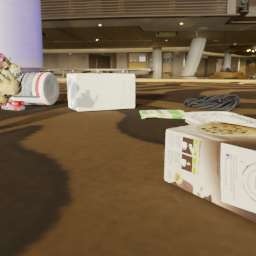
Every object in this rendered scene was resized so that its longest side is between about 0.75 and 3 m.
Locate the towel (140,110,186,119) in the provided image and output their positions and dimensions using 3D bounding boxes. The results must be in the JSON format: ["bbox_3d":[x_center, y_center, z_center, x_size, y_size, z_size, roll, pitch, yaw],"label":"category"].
[{"bbox_3d":[1.349,-0.533,10.773,1.734,0.203,1.323,-1,12,0],"label":"towel"}]

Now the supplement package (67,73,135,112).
[{"bbox_3d":[-1.234,-1.687,12.803,2.747,1.611,1.606,-6,13,-26],"label":"supplement package"}]

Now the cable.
[{"bbox_3d":[3.857,-1.234,12.990,2.105,0.655,2.580,-6,14,-25],"label":"cable"}]

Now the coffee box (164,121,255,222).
[{"bbox_3d":[1.721,0.541,3.810,1.266,0.894,2.240,-8,14,-35],"label":"coffee box"}]

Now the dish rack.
[{"bbox_3d":[2.677,-0.130,8.220,1.712,0.434,1.994,-2,12,-12],"label":"dish rack"}]

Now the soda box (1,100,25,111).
[{"bbox_3d":[-5.167,-1.029,12.584,1.177,0.412,0.373,6,13,29],"label":"soda box"}]

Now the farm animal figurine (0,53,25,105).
[{"bbox_3d":[-4.088,-0.996,8.256,2.498,1.256,2.017,-42,39,-21],"label":"farm animal figurine"}]

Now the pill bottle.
[{"bbox_3d":[-5.083,-2.008,14.302,2.708,1.620,1.620,3,12,16],"label":"pill bottle"}]
